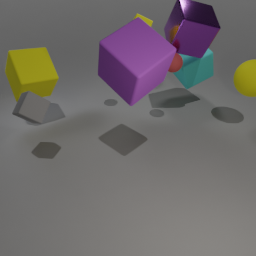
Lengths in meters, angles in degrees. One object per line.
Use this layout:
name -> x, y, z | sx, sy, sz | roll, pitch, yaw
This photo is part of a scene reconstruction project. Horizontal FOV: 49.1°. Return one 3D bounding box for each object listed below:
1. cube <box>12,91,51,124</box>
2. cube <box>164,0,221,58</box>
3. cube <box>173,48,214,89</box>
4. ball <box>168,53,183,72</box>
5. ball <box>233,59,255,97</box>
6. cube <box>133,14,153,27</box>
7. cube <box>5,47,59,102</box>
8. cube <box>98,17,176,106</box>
cube -> -2.792, -0.580, 8.087 | 0.700, 0.700, 0.700 | 28, -16, -33
cube -> 2.286, -3.645, 10.264 | 1.400, 1.400, 1.400 | 8, 53, -14
cube -> 2.787, -2.870, 12.362 | 1.400, 1.400, 1.400 | -27, 53, -2
ball -> 1.618, -2.351, 10.057 | 0.700, 0.700, 0.700 | 0, 32, 0
ball -> 4.743, -1.877, 10.616 | 1.400, 1.400, 1.400 | 0, 32, 0
cube -> 0.469, -3.953, 11.075 | 0.700, 0.700, 0.700 | 22, 0, -11
cube -> -3.660, -2.011, 10.584 | 1.400, 1.400, 1.400 | -17, 77, -34
cube -> 0.177, -1.738, 7.472 | 1.400, 1.400, 1.400 | -40, 76, -22
